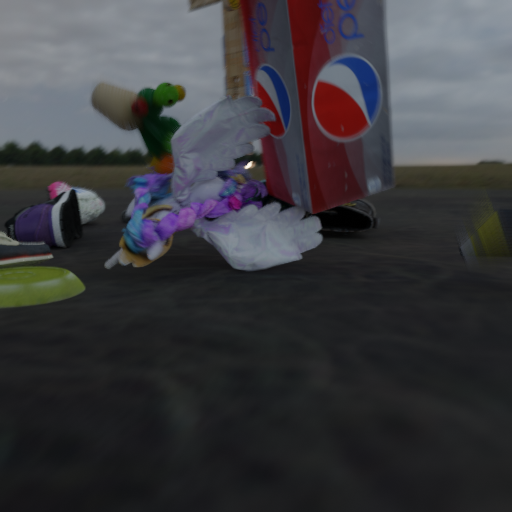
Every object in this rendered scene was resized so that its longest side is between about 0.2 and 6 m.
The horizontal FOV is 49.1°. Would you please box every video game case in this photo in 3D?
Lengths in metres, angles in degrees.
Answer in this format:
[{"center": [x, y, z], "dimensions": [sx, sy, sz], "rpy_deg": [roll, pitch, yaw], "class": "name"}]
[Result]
[{"center": [2.695, -0.215, 5.808], "dimensions": [0.877, 0.112, 0.793], "rpy_deg": [1, -28, -9], "class": "video game case"}]

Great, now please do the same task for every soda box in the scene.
[{"center": [0.654, -2.508, 6.496], "dimensions": [1.322, 3.776, 1.197], "rpy_deg": [-18, 24, -21], "class": "soda box"}]

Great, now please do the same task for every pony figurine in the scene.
[{"center": [-0.671, -0.720, 7.372], "dimensions": [2.520, 2.174, 2.611], "rpy_deg": [-25, 16, 5], "class": "pony figurine"}]

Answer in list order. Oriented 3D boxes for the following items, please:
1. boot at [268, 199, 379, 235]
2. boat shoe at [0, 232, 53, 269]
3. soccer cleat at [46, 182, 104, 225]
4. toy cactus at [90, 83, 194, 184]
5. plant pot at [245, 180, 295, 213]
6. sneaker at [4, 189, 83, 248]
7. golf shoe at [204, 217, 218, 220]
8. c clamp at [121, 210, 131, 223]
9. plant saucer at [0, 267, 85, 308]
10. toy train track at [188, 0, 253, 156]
[{"center": [1.291, -0.942, 11.740], "dimensions": [2.697, 0.934, 2.348], "rpy_deg": [5, 9, 16], "class": "boot"}, {"center": [-3.096, -0.061, 6.300], "dimensions": [0.667, 0.586, 1.874], "rpy_deg": [-23, -6, 26], "class": "boat shoe"}, {"center": [-4.222, -1.212, 13.176], "dimensions": [1.296, 1.049, 3.003], "rpy_deg": [-1, 8, -18], "class": "soccer cleat"}, {"center": [-1.598, -1.882, 8.456], "dimensions": [1.995, 1.236, 2.418], "rpy_deg": [29, -7, 7], "class": "toy cactus"}, {"center": [0.384, -0.874, 11.030], "dimensions": [1.147, 1.147, 1.124], "rpy_deg": [2, 2, 14], "class": "plant pot"}, {"center": [-3.848, -0.678, 10.154], "dimensions": [1.103, 0.954, 2.520], "rpy_deg": [-7, 9, -8], "class": "sneaker"}, {"center": [-0.651, -1.233, 14.177], "dimensions": [0.979, 0.858, 2.224], "rpy_deg": [3, 6, -35], "class": "golf shoe"}, {"center": [-2.445, -0.960, 13.951], "dimensions": [2.376, 0.322, 2.030], "rpy_deg": [7, 11, 39], "class": "c clamp"}, {"center": [-2.492, 0.290, 5.838], "dimensions": [1.349, 0.210, 1.349], "rpy_deg": [0, 8, 0], "class": "plant saucer"}, {"center": [-0.431, -3.125, 7.897], "dimensions": [1.949, 3.398, 0.553], "rpy_deg": [6, 13, 41], "class": "toy train track"}]
